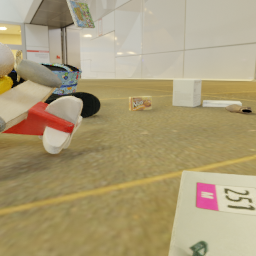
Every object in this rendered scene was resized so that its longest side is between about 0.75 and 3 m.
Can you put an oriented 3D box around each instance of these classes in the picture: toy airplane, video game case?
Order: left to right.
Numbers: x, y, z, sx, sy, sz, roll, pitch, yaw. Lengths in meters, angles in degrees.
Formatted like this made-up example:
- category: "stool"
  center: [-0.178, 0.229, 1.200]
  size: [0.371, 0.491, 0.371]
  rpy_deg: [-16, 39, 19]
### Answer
- category: "toy airplane"
  center: [-2.220, -0.580, 5.284]
  size: [2.845, 2.016, 2.857]
  rpy_deg: [-15, 28, -32]
- category: "video game case"
  center: [-1.760, -4.318, 10.525]
  size: [0.124, 1.120, 1.020]
  rpy_deg: [-15, 5, 37]

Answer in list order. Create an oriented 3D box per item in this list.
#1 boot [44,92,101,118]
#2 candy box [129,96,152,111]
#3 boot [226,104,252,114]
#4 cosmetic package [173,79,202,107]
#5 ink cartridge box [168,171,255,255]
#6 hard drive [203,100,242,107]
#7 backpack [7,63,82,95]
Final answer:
- category: "boot"
  center: [-2.255, -0.822, 9.491]
  size: [2.261, 0.837, 1.853]
  rpy_deg: [-10, 15, -21]
- category: "candy box"
  center: [0.477, -0.951, 10.770]
  size: [0.888, 0.512, 0.245]
  rpy_deg: [-6, 13, -26]
- category: "boot"
  center: [3.978, -0.662, 9.978]
  size: [0.829, 0.291, 0.606]
  rpy_deg: [1, 13, 3]
- category: "cosmetic package"
  center: [2.513, -1.512, 11.920]
  size: [0.938, 1.128, 0.944]
  rpy_deg: [8, 14, 32]
- category: "ink cartridge box"
  center: [1.357, 0.998, 1.473]
  size: [2.290, 0.575, 2.639]
  rpy_deg: [2, 12, 14]
- category: "hard drive"
  center: [3.965, -1.024, 11.879]
  size: [1.513, 0.202, 0.998]
  rpy_deg: [4, 12, 15]
- category: "backpack"
  center: [-3.329, -1.845, 11.813]
  size: [2.698, 1.815, 2.463]
  rpy_deg: [2, 12, 15]
